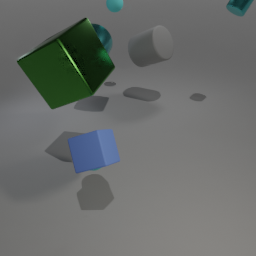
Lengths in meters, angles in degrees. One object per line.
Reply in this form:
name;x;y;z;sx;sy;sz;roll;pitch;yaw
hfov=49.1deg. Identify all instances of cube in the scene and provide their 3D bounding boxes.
cube;-1.415;-1.518;6.709;1.400;1.400;1.400;-14;30;33
cube;-0.670;0.451;5.637;0.700;0.700;0.700;-16;-4;20

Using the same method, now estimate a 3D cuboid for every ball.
ball;-0.547;-5.118;11.486;0.700;0.700;0.700;0;29;0

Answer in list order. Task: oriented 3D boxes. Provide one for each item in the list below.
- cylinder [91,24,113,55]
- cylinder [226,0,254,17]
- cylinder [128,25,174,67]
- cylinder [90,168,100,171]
cylinder;-1.401;-2.979;10.529;1.400;1.400;1.400;5;43;9
cylinder;3.882;-4.346;9.658;0.700;0.700;0.700;30;13;-7
cylinder;0.958;-3.388;11.751;1.400;1.400;1.400;-5;18;44
cylinder;-0.780;0.617;6.628;0.700;0.700;0.700;-12;-12;-21
